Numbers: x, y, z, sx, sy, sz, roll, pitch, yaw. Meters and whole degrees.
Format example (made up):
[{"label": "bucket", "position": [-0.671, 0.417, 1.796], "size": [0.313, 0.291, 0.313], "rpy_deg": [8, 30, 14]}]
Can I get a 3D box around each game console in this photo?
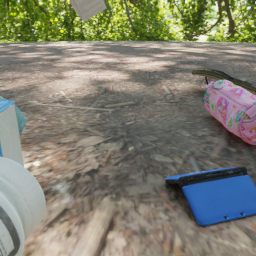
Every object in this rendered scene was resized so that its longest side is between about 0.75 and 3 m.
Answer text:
[{"label": "game console", "position": [1.450, 1.123, 4.816], "size": [1.289, 0.763, 1.101], "rpy_deg": [-6, -10, -15]}]

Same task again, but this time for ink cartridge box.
[{"label": "ink cartridge box", "position": [-3.316, 0.364, 4.787], "size": [2.670, 1.537, 0.906], "rpy_deg": [0, 20, -2]}]

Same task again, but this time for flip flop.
[{"label": "flip flop", "position": [3.998, -1.794, 11.712], "size": [2.993, 0.862, 1.214], "rpy_deg": [28, 27, 23]}]

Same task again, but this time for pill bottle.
[{"label": "pill bottle", "position": [-1.877, 1.284, 2.631], "size": [1.355, 1.355, 2.382], "rpy_deg": [5, 21, 13]}]

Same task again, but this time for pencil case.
[{"label": "pencil case", "position": [2.977, -0.558, 7.707], "size": [1.191, 1.191, 2.724], "rpy_deg": [-2, 22, -5]}]

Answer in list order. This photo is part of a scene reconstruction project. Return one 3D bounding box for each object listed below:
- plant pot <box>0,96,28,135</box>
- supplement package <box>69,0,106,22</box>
[{"label": "plant pot", "position": [-2.927, -0.056, 6.686], "size": [0.822, 1.227, 1.227], "rpy_deg": [23, 14, -19]}, {"label": "supplement package", "position": [-1.051, -3.109, 6.249], "size": [0.649, 1.111, 0.651], "rpy_deg": [-32, 56, -3]}]
